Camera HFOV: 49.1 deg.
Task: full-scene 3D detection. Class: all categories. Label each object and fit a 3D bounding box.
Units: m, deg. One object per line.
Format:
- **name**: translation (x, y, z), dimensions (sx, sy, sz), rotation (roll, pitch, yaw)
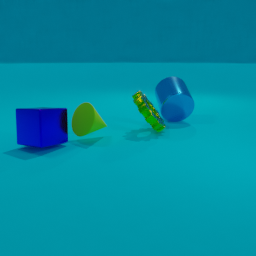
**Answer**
- **cube**: translation (-2.109, -0.047, 6.909), dimensions (0.890, 0.890, 0.890), rotation (4, 7, 32)
- **cylinder**: translation (1.583, -1.001, 9.679), dimensions (1.156, 1.156, 1.156), rotation (-2, 39, -6)
- **gear**: translation (0.628, -0.481, 8.247), dimensions (0.249, 1.345, 1.345), rotation (-36, 7, 15)
- **cone**: translation (-0.885, -0.138, 7.602), dimensions (0.914, 0.914, 0.918), rotation (14, -2, 42)
